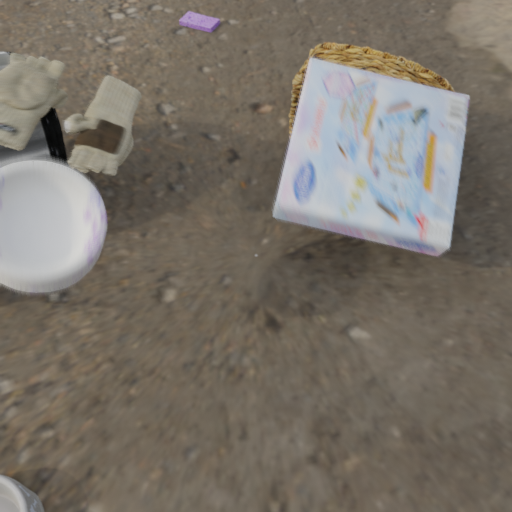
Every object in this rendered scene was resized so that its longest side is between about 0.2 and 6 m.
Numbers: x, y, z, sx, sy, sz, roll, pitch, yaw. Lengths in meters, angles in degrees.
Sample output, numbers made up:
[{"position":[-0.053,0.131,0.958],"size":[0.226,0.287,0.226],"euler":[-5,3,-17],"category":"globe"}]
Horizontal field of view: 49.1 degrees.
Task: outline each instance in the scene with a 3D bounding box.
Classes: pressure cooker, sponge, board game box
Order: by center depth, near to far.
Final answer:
[{"position":[1.680,-1.447,8.080],"size":[2.436,0.502,2.442],"euler":[14,73,0],"category":"board game box"},{"position":[-4.572,-1.675,8.431],"size":[2.820,2.480,2.519],"euler":[-23,28,-28],"category":"pressure cooker"},{"position":[-1.360,-5.634,13.488],"size":[0.875,0.130,0.488],"euler":[20,53,16],"category":"sponge"}]

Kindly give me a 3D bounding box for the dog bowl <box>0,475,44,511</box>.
[{"position":[-3.070,3.059,6.083],"size":[1.441,0.423,1.441],"euler":[0,51,0],"category":"dog bowl"}]

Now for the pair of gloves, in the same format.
[{"position":[-2.678,-1.986,7.907],"size":[1.961,0.344,1.668],"euler":[15,63,-21],"category":"pair of gloves"}]

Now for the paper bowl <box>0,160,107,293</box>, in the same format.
[{"position":[-2.359,-0.280,6.102],"size":[1.384,0.720,1.384],"euler":[7,67,-17],"category":"paper bowl"}]

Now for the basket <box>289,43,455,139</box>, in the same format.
[{"position":[2.153,-2.923,10.083],"size":[2.665,1.902,1.986],"euler":[23,55,17],"category":"basket"}]
